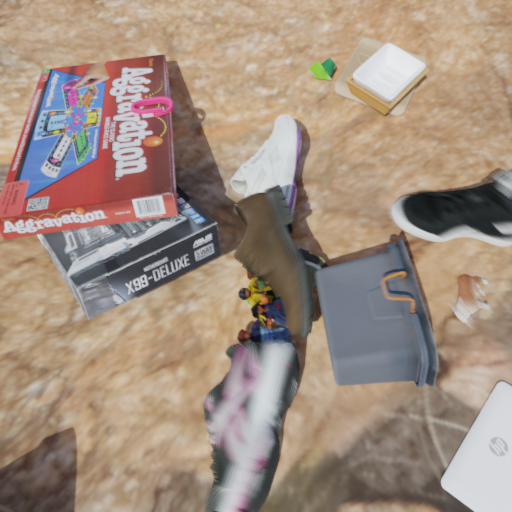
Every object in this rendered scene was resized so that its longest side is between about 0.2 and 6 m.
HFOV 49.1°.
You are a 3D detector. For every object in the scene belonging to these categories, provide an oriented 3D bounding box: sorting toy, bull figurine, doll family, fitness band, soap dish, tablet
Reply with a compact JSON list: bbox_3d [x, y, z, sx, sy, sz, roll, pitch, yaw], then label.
[{"bbox_3d":[2.383,-4.035,12.306,2.308,0.340,1.706,24,66,10],"label":"sorting toy"},{"bbox_3d":[3.608,0.720,9.396,0.529,0.284,0.871,8,59,6],"label":"bull figurine"},{"bbox_3d":[0.130,0.844,9.072,0.929,0.631,1.607,7,51,-23],"label":"doll family"},{"bbox_3d":[-1.891,-2.710,10.165,0.765,0.143,0.549,-9,42,-8],"label":"fitness band"},{"bbox_3d":[2.708,-3.672,11.658,1.128,0.582,1.434,38,68,16],"label":"soap dish"},{"bbox_3d":[3.688,2.916,8.130,1.279,0.134,1.965,34,64,19],"label":"tablet"}]

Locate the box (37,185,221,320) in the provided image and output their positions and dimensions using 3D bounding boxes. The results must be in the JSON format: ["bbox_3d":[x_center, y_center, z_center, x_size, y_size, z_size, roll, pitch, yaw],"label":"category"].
[{"bbox_3d":[-2.308,-0.537,9.219,2.302,0.727,2.920,-26,46,-22],"label":"box"}]

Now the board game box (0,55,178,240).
[{"bbox_3d":[-2.892,-2.304,10.288,2.688,0.508,5.221,-8,42,-5],"label":"board game box"}]

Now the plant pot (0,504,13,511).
[{"bbox_3d":[-3.903,4.131,6.451,1.859,2.142,2.142,-16,58,11],"label":"plant pot"}]

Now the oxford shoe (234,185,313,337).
[{"bbox_3d":[0.242,0.157,8.850,1.062,0.915,2.517,-16,66,-3],"label":"oxford shoe"}]

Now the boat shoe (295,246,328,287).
[{"bbox_3d":[0.484,0.034,9.695,1.557,0.555,0.469,25,36,15],"label":"boat shoe"}]

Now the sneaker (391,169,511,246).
[{"bbox_3d":[3.673,-0.967,9.316,2.623,1.467,0.958,4,55,-21],"label":"sneaker"}]

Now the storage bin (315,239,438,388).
[{"bbox_3d":[1.758,0.943,8.606,1.453,1.574,2.163,-11,55,4],"label":"storage bin"}]

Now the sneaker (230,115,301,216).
[{"bbox_3d":[0.196,-1.738,10.532,1.251,0.940,2.512,7,58,4],"label":"sneaker"}]

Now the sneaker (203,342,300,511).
[{"bbox_3d":[-0.264,2.469,8.001,1.170,1.089,2.710,7,57,24],"label":"sneaker"}]
